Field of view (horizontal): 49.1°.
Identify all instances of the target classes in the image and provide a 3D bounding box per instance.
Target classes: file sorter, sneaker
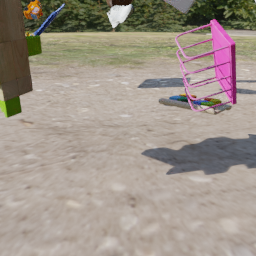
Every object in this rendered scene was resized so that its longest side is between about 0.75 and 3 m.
[{"bbox_3d":[1.364,-1.042,4.977,0.794,1.265,0.879,-17,44,7],"label":"file sorter"},{"bbox_3d":[-0.305,-3.982,9.762,0.536,0.626,1.438,-48,22,-23],"label":"sneaker"}]

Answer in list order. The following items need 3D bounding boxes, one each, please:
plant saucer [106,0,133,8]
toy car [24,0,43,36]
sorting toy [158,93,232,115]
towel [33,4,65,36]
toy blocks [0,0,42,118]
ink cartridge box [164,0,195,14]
[{"bbox_3d":[-0.255,-5.058,10.919,1.178,1.178,0.216,-9,63,-20],"label":"plant saucer"},{"bbox_3d":[-2.638,-3.087,8.099,0.418,1.257,0.617,32,62,3],"label":"toy car"},{"bbox_3d":[1.536,-0.574,6.275,1.278,0.252,1.381,15,15,32],"label":"sorting toy"},{"bbox_3d":[-3.175,-4.410,11.399,1.338,0.220,1.848,-39,26,22],"label":"towel"},{"bbox_3d":[-2.532,-1.585,4.721,1.677,2.453,1.226,18,32,26],"label":"toy blocks"},{"bbox_3d":[0.778,-3.496,6.501,1.209,0.698,1.656,12,34,-37],"label":"ink cartridge box"}]
